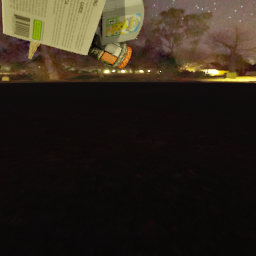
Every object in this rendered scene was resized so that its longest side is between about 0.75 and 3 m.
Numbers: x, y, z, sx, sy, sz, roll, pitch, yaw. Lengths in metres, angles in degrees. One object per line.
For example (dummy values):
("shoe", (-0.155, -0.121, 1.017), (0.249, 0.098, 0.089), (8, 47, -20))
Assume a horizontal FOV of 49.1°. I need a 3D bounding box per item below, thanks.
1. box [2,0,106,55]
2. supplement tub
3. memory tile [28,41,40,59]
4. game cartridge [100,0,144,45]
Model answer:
("box", (-0.977, -2.632, 4.245), (1.268, 2.502, 1.408), (10, -30, -17))
("supplement tub", (-0.806, -2.900, 10.135), (1.716, 1.051, 1.051), (22, 1, -25))
("memory tile", (-2.254, -2.156, 6.845), (0.075, 0.892, 0.684), (18, -44, -34))
("game cartridge", (-0.172, -2.853, 7.483), (1.164, 0.353, 1.746), (-18, -12, -9))
